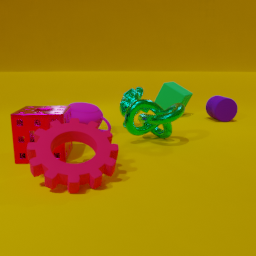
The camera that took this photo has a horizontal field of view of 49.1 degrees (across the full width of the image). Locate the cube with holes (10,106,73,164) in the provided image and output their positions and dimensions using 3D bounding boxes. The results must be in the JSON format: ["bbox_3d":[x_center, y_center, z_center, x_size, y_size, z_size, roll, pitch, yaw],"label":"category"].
[{"bbox_3d":[-1.779,0.105,5.984,1.012,1.012,1.012,0,13,-3],"label":"cube with holes"}]

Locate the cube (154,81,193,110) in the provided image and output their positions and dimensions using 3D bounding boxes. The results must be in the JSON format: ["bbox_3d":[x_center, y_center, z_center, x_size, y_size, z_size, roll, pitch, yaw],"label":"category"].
[{"bbox_3d":[1.747,-1.128,10.868,0.979,0.979,0.979,36,26,19],"label":"cube"}]

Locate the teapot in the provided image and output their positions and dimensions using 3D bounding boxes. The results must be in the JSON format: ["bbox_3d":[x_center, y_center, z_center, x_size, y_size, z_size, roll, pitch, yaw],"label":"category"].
[{"bbox_3d":[-1.297,-0.199,7.652,1.769,0.866,1.100,12,22,10],"label":"teapot"}]

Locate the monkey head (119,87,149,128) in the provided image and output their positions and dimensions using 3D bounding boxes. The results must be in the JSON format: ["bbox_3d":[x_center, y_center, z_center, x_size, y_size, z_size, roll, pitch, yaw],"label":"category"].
[{"bbox_3d":[0.237,-0.677,8.599,1.018,1.415,0.852,18,-8,15],"label":"monkey head"}]

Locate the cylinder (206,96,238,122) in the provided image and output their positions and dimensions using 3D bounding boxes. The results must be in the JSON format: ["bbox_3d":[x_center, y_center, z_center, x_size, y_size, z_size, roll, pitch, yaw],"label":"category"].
[{"bbox_3d":[3.326,-0.701,10.008,0.837,0.837,0.837,-2,13,-7],"label":"cylinder"}]

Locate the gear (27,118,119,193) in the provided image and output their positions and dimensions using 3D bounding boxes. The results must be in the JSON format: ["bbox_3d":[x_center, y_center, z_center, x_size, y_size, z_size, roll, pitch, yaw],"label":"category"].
[{"bbox_3d":[-0.919,0.408,4.778,1.482,0.274,1.482,7,40,-6],"label":"gear"}]

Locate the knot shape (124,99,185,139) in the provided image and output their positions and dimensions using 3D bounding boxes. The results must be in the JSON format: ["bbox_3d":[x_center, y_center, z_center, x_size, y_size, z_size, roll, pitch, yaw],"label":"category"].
[{"bbox_3d":[0.763,-0.248,6.976,1.407,0.695,1.503,-21,-28,30],"label":"knot shape"}]
